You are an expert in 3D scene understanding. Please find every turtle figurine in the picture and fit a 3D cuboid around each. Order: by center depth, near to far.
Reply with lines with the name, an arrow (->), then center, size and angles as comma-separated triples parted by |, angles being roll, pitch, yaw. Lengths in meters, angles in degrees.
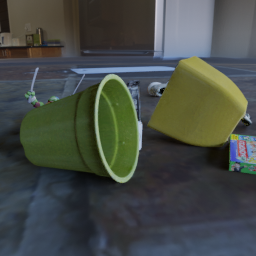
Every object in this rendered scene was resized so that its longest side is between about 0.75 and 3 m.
turtle figurine -> -2.976, -0.933, 10.316 | 1.720, 2.389, 2.317 | 26, 36, -20

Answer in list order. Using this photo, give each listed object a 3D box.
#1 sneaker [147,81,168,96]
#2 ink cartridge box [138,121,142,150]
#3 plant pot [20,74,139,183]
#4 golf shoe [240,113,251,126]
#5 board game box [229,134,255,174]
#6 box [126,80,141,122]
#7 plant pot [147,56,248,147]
sneaker -> 2.475, -2.240, 16.344 | 2.515, 0.952, 1.157 | -15, 30, -19
ink cartridge box -> -0.239, 0.199, 8.654 | 1.260, 0.911, 0.533 | 10, 21, 29
plant pot -> -1.267, 0.137, 7.122 | 2.437, 2.566, 2.566 | -7, 15, 22
golf shoe -> 4.662, -0.408, 11.130 | 0.434, 0.380, 0.984 | -27, 23, 3
board game box -> 3.685, 0.730, 8.002 | 1.491, 0.323, 2.216 | 7, 20, 18
box -> 0.208, -0.732, 10.070 | 0.444, 1.786, 1.408 | -1, 17, 5
plant pot -> 2.493, -0.715, 9.301 | 2.430, 2.360, 2.376 | 31, 27, 12
